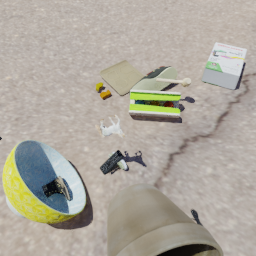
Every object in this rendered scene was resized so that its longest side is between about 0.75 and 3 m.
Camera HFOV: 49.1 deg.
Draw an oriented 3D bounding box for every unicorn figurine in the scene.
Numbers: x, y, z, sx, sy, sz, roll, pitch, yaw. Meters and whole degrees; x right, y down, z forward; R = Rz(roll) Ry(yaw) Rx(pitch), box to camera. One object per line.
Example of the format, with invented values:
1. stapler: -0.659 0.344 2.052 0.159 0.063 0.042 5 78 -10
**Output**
1. unicorn figurine: -0.465 0.012 8.553 0.417 1.129 0.776 -17 89 -47

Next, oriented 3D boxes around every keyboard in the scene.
1. keyboard: -0.588 1.251 10.107 1.000 0.198 0.521 -46 57 3

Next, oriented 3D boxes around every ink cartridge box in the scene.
1. ink cartridge box: 4.625 -3.017 13.423 1.582 0.918 2.185 19 53 15

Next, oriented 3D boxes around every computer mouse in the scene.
1. computer mouse: 1.784 3.134 8.827 1.198 0.276 0.841 -15 56 -19

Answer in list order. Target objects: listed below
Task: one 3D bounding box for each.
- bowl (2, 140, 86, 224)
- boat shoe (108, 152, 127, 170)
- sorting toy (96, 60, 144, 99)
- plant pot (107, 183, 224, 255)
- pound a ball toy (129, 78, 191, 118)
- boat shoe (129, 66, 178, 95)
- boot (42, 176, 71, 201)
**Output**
1. bowl: -2.818 1.906 8.680 1.514 2.814 2.814 -41 54 12
2. boat shoe: -0.383 1.248 10.311 0.292 0.339 0.942 -24 45 -27
3. sorting toy: -0.520 -2.220 13.208 2.421 0.324 1.804 -30 61 -22
4. plant pot: 0.565 2.994 7.567 2.936 2.936 2.548 -16 36 -13
5. pound a ball toy: 1.319 -1.285 11.756 2.472 1.050 1.612 3 86 3
6. boat shoe: 1.069 -2.029 12.741 2.505 0.916 0.785 -33 27 -15
7. boot: -2.372 2.116 9.285 0.717 0.348 0.952 -25 62 -18
